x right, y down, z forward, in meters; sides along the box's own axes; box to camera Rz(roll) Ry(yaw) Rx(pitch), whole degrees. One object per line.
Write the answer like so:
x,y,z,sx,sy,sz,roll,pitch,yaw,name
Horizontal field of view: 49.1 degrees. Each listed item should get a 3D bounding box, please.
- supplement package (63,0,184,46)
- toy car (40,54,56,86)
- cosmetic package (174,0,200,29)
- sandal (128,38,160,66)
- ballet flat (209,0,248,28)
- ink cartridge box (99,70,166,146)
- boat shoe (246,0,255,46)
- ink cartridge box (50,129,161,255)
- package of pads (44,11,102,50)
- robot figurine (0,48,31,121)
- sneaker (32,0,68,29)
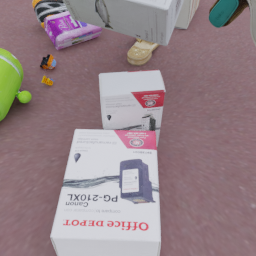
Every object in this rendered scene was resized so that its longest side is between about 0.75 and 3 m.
-0.091,-3.613,7.253,2.924,1.709,1.715,19,82,11,supplement package
-2.527,-1.733,8.800,0.426,0.627,1.279,26,52,-38,toy car
2.256,-5.339,11.608,1.166,1.381,2.672,15,48,15,cosmetic package
0.668,-3.337,9.869,1.050,0.942,2.863,12,46,12,sandal
2.791,-3.288,6.556,0.864,2.547,0.921,45,77,2,ballet flat
0.067,-0.325,6.232,1.309,1.784,0.739,-5,48,-4,ink cartridge box
2.133,-1.938,4.134,0.651,0.763,2.283,-11,76,-22,boat shoe
-0.297,1.183,5.255,1.705,0.993,2.355,1,45,1,ink cartridge box
-1.982,-3.648,10.127,1.825,0.691,1.100,-27,79,-23,package of pads
-3.577,-1.089,7.168,2.103,1.387,2.397,27,47,-23,robot figurine
-2.150,-4.439,11.029,2.993,1.172,1.156,-7,74,-15,sneaker
